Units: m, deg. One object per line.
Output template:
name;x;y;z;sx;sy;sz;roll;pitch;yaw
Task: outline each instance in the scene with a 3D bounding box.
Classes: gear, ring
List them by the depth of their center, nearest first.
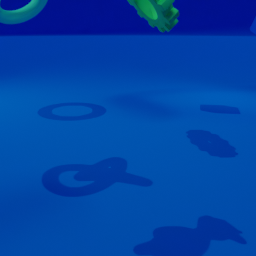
gear;0.451;-2.812;6.165;0.290;1.566;1.566;-46;27;1
ring;-3.345;-3.961;8.562;2.013;0.403;2.013;-32;-6;-4

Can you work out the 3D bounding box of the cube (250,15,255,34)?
cube;2.654;-1.712;3.580;1.298;1.298;1.298;42;-5;15
